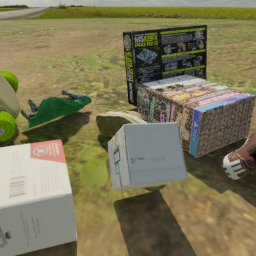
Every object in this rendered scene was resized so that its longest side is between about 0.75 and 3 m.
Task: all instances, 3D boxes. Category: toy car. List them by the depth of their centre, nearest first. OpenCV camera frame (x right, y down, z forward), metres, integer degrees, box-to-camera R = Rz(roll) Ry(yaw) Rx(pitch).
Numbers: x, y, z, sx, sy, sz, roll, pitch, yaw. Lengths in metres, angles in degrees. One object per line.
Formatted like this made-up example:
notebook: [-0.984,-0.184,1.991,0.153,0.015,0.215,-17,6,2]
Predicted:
toy car: [-4.712,-0.658,7.584,2.871,2.265,2.359,-22,46,4]

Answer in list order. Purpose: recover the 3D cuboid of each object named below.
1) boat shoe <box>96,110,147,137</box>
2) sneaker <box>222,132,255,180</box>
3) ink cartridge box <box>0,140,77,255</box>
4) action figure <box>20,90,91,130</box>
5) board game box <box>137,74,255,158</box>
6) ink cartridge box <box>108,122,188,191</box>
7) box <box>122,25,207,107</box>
boat shoe: [0.059,-0.066,7.077,0.808,0.882,2.361,-21,25,-28]
sneaker: [2.935,0.457,5.909,1.869,0.707,1.080,-29,-6,-33]
ink cartridge box: [-2.451,1.196,4.503,2.979,1.005,1.735,-8,28,-15]
action figure: [-1.988,-0.701,8.510,1.450,0.671,2.455,-36,-9,36]
board game box: [1.752,-0.503,7.771,1.999,1.214,2.507,-16,30,-29]
ink cartridge box: [0.273,0.552,5.015,0.979,0.975,1.335,-2,-15,-17]
box: [1.352,-2.161,9.514,2.972,2.381,0.658,-15,21,-24]
